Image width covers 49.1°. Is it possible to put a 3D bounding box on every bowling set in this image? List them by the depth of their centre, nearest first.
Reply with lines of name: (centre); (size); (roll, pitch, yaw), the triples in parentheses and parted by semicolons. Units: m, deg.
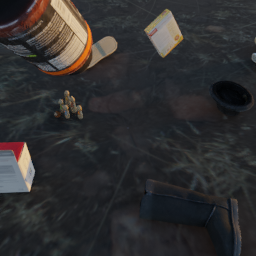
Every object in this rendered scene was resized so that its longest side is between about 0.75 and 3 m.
bowling set: (-1.808, -0.594, 8.154); (0.697, 0.537, 1.001); (-28, 48, -28)

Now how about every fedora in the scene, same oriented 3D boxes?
fedora: (2.994, -0.809, 8.324); (1.352, 0.618, 1.352); (1, 46, -1)

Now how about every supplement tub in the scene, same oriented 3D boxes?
supplement tub: (-1.347, -1.615, 4.574); (1.232, 2.303, 1.232); (-2, 81, 12)

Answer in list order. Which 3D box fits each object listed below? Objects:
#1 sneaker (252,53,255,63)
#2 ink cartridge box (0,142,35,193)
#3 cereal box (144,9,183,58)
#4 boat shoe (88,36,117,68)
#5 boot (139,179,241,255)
sneaker: (5.123, -2.516, 10.434); (0.582, 0.419, 1.113); (-7, 37, 0)
ink cartridge box: (-2.949, 0.757, 5.999); (1.524, 1.338, 0.639); (-1, 41, -3)
cereal box: (0.817, -2.081, 6.233); (0.653, 0.908, 0.179); (-43, 53, 5)
boat shoe: (-1.502, -2.729, 10.671); (2.386, 0.867, 0.748); (-32, 8, -25)
boot: (1.107, 1.776, 5.365); (1.855, 0.609, 1.529); (13, 33, 9)
